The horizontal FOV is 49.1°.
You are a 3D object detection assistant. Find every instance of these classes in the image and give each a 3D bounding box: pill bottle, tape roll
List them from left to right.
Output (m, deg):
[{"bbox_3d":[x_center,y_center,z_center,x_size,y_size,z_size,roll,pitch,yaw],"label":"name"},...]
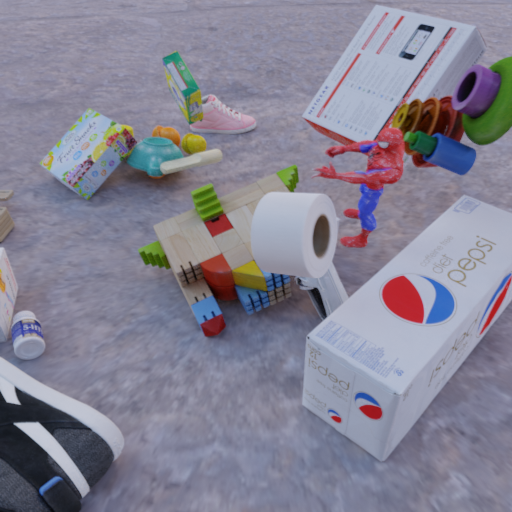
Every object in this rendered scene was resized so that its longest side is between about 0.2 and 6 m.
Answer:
[{"bbox_3d":[-3.740,1.271,9.144,0.463,0.463,0.774,-17,41,-20],"label":"pill bottle"},{"bbox_3d":[0.511,-0.278,7.235,0.741,1.080,1.080,6,37,31],"label":"tape roll"}]

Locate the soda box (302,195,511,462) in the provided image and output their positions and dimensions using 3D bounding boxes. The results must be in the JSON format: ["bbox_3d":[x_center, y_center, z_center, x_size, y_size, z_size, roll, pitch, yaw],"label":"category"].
[{"bbox_3d":[2.713,0.847,8.767,1.479,1.583,4.647,30,48,32],"label":"soda box"}]

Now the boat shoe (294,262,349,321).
[{"bbox_3d":[0.958,0.368,9.429,0.593,1.731,0.623,-39,27,-21],"label":"boat shoe"}]

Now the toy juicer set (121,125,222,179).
[{"bbox_3d":[-2.015,-2.325,13.391,2.158,0.923,3.392,-10,30,-34],"label":"toy juicer set"}]

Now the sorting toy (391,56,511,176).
[{"bbox_3d":[2.756,-2.038,8.216,1.026,2.500,1.502,19,73,-12],"label":"sorting toy"}]

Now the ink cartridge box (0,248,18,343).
[{"bbox_3d":[-4.561,0.554,9.605,0.583,0.990,1.719,-6,40,-9],"label":"ink cartridge box"}]

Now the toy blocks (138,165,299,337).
[{"bbox_3d":[-0.206,-0.031,9.850,3.301,1.650,2.257,-25,52,-10],"label":"toy blocks"}]

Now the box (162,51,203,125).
[{"bbox_3d":[-1.514,-3.443,11.765,0.408,1.688,0.990,-30,84,-4],"label":"box"}]

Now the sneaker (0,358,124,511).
[{"bbox_3d":[-3.536,2.377,7.190,3.241,1.184,1.813,17,42,19],"label":"sneaker"}]

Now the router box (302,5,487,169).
[{"bbox_3d":[2.592,-3.354,10.943,2.478,0.674,2.761,39,97,43],"label":"router box"}]

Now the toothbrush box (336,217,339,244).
[{"bbox_3d":[0.733,-0.617,11.339,1.121,0.663,1.539,-28,48,-30],"label":"toothbrush box"}]

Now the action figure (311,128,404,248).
[{"bbox_3d":[1.310,-1.016,7.936,1.269,2.565,0.837,9,65,-1],"label":"action figure"}]

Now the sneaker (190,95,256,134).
[{"bbox_3d":[-0.903,-3.854,15.163,1.810,0.946,0.681,0,37,-2],"label":"sneaker"}]

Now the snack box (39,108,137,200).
[{"bbox_3d":[-3.892,-2.381,12.971,1.523,0.611,1.806,33,78,34],"label":"snack box"}]

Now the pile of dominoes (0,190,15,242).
[{"bbox_3d":[-6.610,-0.537,11.650,2.943,0.469,2.294,-1,39,12],"label":"pile of dominoes"}]
